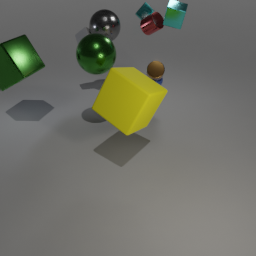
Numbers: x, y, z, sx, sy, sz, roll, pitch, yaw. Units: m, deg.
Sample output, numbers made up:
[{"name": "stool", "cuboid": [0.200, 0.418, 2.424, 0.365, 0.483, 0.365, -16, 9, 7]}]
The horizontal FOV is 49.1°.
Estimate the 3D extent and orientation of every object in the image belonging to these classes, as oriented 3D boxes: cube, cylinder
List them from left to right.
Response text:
[{"name": "cube", "cuboid": [-4.354, -2.479, 10.654, 1.400, 1.400, 1.400, -18, 22, 30]}, {"name": "cube", "cuboid": [-1.888, -4.088, 12.922, 0.700, 0.700, 0.700, 10, 55, -58]}, {"name": "cube", "cuboid": [0.064, -0.847, 8.317, 1.400, 1.400, 1.400, 37, 26, 16]}, {"name": "cube", "cuboid": [0.832, -5.514, 13.471, 0.700, 0.700, 0.700, 40, 15, -14]}, {"name": "cylinder", "cuboid": [0.970, -4.195, 11.268, 0.700, 0.700, 0.700, -12, 15, 48]}, {"name": "cylinder", "cuboid": [1.110, -2.290, 11.333, 0.700, 0.700, 0.700, 2, -1, 3]}, {"name": "cube", "cuboid": [1.754, -4.209, 10.384, 0.700, 0.700, 0.700, 17, 48, 4]}]

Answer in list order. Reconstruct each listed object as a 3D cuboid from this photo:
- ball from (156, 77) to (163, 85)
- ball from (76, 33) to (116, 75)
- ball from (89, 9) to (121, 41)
[{"name": "ball", "cuboid": [1.149, -2.060, 12.029, 0.700, 0.700, 0.700, 0, 32, 0]}, {"name": "ball", "cuboid": [-1.102, -2.560, 9.741, 1.400, 1.400, 1.400, 0, 32, 0]}, {"name": "ball", "cuboid": [-1.028, -4.534, 12.488, 1.400, 1.400, 1.400, 0, 32, 0]}]
